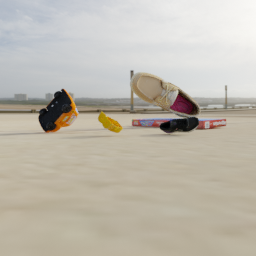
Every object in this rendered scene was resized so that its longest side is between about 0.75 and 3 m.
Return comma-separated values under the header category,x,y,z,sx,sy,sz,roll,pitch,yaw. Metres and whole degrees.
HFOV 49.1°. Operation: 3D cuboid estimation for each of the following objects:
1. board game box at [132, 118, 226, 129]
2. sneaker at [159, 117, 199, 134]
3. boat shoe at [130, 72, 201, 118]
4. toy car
category,x,y,z,sx,sy,sz,roll,pitch,yaw
board game box,1.633,-0.181,9.421,2.828,0.275,1.456,3,4,45
sneaker,1.113,-0.055,6.164,0.877,0.332,0.384,-16,-20,32
boat shoe,1.316,-1.056,9.090,2.642,0.974,0.914,22,0,-27
toy car,-1.135,-0.062,6.551,2.290,1.123,0.762,31,2,36
